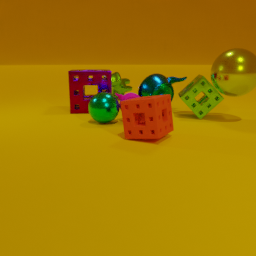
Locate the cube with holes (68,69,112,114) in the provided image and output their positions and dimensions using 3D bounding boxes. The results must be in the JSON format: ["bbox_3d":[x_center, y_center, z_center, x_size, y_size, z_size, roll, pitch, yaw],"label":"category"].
[{"bbox_3d":[-1.281,-1.306,9.699,1.366,1.366,1.366,-2,14,-6],"label":"cube with holes"}]

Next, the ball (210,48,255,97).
[{"bbox_3d":[2.947,-1.513,7.686,1.313,1.313,1.313,0,14,0],"label":"ball"}]

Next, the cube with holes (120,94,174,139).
[{"bbox_3d":[0.443,-0.259,6.248,0.832,0.832,0.832,-1,11,31],"label":"cube with holes"}]

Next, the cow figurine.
[{"bbox_3d":[-0.512,-1.756,11.821,1.359,0.758,1.381,-2,-30,-29],"label":"cow figurine"}]

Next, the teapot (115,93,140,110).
[{"bbox_3d":[0.069,-0.672,7.876,1.075,0.668,0.526,35,5,-11],"label":"teapot"}]

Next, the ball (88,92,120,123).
[{"bbox_3d":[-0.665,-0.564,7.758,0.867,0.867,0.867,0,14,0],"label":"ball"}]

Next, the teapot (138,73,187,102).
[{"bbox_3d":[1.064,-1.197,9.447,2.036,1.266,0.997,-39,39,-9],"label":"teapot"}]

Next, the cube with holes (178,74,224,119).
[{"bbox_3d":[2.182,-0.968,8.522,0.901,0.901,0.901,-43,6,14],"label":"cube with holes"}]
